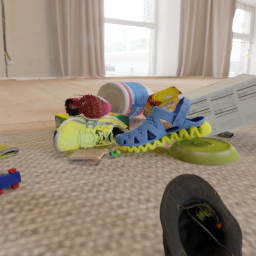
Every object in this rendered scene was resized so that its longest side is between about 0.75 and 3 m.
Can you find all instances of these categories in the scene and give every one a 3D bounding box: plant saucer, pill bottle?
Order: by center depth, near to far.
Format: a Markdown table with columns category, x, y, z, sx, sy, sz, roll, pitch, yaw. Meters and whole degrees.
| category | x | y | z | sx | sy | sz | roll | pitch | yaw |
| --- | --- | --- | --- | --- | --- | --- | --- | --- | --- |
| plant saucer | 2.217 | 0.600 | 8.253 | 2.035 | 0.316 | 2.035 | 0 | 14 | 0 |
| pill bottle | 0.050 | -1.296 | 12.900 | 1.665 | 1.665 | 2.968 | 9 | 12 | 32 |

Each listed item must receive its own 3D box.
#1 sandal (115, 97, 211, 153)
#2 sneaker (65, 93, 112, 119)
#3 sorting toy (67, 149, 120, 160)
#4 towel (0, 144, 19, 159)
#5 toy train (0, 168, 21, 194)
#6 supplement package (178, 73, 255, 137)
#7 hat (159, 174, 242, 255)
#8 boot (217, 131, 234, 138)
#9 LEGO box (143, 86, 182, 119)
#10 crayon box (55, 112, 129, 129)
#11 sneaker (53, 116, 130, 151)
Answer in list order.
| category | x | y | z | sx | sy | sz | roll | pitch | yaw |
| --- | --- | --- | --- | --- | --- | --- | --- | --- | --- |
| sandal | 0.962 | -0.099 | 8.448 | 2.895 | 1.260 | 1.151 | -16 | 11 | -3 |
| sneaker | -1.215 | -0.750 | 8.895 | 1.927 | 0.777 | 0.720 | 10 | 19 | 43 |
| sorting toy | -0.907 | 0.760 | 7.826 | 1.324 | 0.195 | 0.979 | -1 | 8 | 10 |
| towel | -4.621 | 0.647 | 8.095 | 2.560 | 0.291 | 1.838 | 9 | 17 | 32 |
| toy train | -2.833 | 1.151 | 5.846 | 0.590 | 0.431 | 1.019 | -2 | 9 | 40 |
| supplement package | 3.285 | -0.799 | 9.987 | 2.622 | 1.454 | 2.042 | -17 | 11 | 11 |
| hat | 0.822 | 1.445 | 3.711 | 1.621 | 1.621 | 0.654 | -16 | -19 | -49 |
| boot | 3.612 | 0.178 | 10.248 | 0.529 | 0.274 | 0.809 | 17 | 24 | 26 |
| LEGO box | 1.449 | -1.011 | 11.756 | 1.478 | 1.101 | 0.570 | -24 | 58 | -33 |
| crayon box | -1.408 | -0.207 | 10.811 | 1.946 | 0.657 | 2.255 | -12 | 18 | -41 |
| sneaker | -1.068 | 0.132 | 8.776 | 2.670 | 1.007 | 1.020 | -17 | 25 | -41 |
